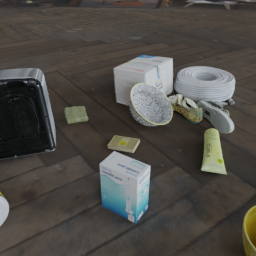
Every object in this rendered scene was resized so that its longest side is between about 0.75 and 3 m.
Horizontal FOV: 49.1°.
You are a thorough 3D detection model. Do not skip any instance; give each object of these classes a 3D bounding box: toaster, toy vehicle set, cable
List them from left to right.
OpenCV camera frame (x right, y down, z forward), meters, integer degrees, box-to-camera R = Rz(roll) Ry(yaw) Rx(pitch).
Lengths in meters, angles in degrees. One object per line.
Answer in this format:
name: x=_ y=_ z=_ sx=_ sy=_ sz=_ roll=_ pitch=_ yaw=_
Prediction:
toaster: x=-3.907 y=-0.548 z=9.081 sx=2.641 sy=2.920 sz=1.733 roll=-10 pitch=27 yaw=-9
toy vehicle set: x=-0.149 y=0.557 z=9.916 sx=1.002 sy=0.133 sz=0.623 roll=8 pitch=39 yaw=24
cable: x=3.664 y=-2.140 z=13.501 sx=2.823 sy=0.977 sz=2.823 roll=7 pitch=33 yaw=10

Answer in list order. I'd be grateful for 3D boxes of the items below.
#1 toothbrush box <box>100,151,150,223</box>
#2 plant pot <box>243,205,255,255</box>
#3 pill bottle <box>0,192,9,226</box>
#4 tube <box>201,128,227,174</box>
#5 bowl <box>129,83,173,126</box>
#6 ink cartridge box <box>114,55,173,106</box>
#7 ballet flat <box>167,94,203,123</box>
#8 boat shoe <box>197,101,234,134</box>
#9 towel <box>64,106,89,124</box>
toothbrush box: x=-0.084 y=1.524 z=7.240 sx=1.123 sy=1.534 sz=0.654 roll=18 pitch=37 yaw=28
plant pot: x=3.180 y=2.609 z=5.825 sx=1.703 sy=1.209 sz=1.703 roll=-1 pitch=33 yaw=1
pill bottle: x=-4.043 y=1.737 z=7.265 sx=1.141 sy=1.141 sz=2.089 roll=-27 pitch=41 yaw=-35
tube: x=2.863 y=0.784 z=9.423 sx=0.580 sy=0.519 sz=1.998 roll=-28 pitch=25 yaw=31
bowl: x=0.735 y=-0.746 z=11.111 sx=1.929 sy=0.905 sz=1.929 roll=17 pitch=53 yaw=-23
ink cartridge box: x=0.737 y=-2.148 z=12.772 sx=1.722 sy=1.692 sz=2.339 roll=18 pitch=36 yaw=34
ballet flat: x=2.291 y=-1.010 z=11.950 sx=0.817 sy=0.817 sz=2.312 roll=-19 pitch=37 yaw=-27
boat shoe: x=3.621 y=-0.557 z=11.193 sx=0.725 sy=0.805 sz=2.277 roll=-11 pitch=33 yaw=-14
towel: x=-2.193 y=-0.585 z=11.771 sx=0.930 sy=0.229 sz=1.254 roll=-9 pitch=34 yaw=-13
